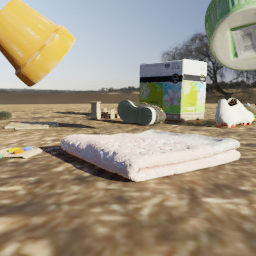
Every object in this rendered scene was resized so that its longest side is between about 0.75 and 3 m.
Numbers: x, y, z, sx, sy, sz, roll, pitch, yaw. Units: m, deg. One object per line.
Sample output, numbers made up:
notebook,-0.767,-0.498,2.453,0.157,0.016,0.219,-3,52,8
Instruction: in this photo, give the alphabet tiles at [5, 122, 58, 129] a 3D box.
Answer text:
alphabet tiles,-3.709,-0.111,10.982,1.895,0.086,2.267,-1,7,-16

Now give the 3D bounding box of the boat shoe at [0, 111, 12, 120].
boat shoe,-6.479,-0.637,14.088,1.170,0.443,0.432,-3,4,-32

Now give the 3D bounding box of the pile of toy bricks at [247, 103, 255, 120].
pile of toy bricks,5.820,-0.585,12.864,1.631,0.905,0.805,8,37,-47

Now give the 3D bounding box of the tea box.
tea box,2.191,-1.869,14.181,1.925,2.834,2.881,-6,9,-41

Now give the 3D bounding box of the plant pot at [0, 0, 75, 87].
plant pot,-3.089,-2.724,8.583,1.995,2.179,2.179,44,-17,-28

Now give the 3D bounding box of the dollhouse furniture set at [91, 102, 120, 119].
dollhouse furniture set,-1.267,-0.964,14.933,1.362,0.887,1.252,-6,9,-42

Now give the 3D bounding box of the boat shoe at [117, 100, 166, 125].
boat shoe,0.490,-0.632,12.032,0.812,0.961,2.696,-1,13,-34

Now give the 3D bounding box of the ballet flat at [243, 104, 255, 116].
ballet flat,5.436,-0.600,12.006,1.272,0.295,0.429,35,27,-3

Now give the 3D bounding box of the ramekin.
ramekin,2.650,-2.164,6.142,1.903,0.930,1.903,9,-37,6

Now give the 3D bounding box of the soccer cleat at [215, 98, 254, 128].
soccer cleat,4.314,-0.644,11.144,0.980,1.096,2.827,5,8,40

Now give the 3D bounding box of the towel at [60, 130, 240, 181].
towel,0.324,0.359,5.312,2.475,0.418,2.591,-5,7,-33

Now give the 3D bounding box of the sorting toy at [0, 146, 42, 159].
sorting toy,-2.221,0.478,5.397,0.730,0.145,0.988,1,6,10
